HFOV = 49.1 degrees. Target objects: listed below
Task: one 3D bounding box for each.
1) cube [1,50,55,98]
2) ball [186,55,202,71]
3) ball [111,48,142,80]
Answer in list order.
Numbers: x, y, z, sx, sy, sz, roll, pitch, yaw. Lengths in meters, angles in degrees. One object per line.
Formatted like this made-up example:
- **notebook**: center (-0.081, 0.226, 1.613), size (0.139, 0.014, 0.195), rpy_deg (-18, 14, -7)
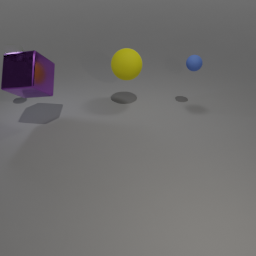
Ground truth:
- **cube**: center (-3.838, -2.029, 10.878), size (1.400, 1.400, 1.400), rpy_deg (-2, -8, 16)
- **ball**: center (2.885, -2.826, 12.207), size (0.700, 0.700, 0.700), rpy_deg (0, 30, 0)
- **ball**: center (-0.060, -2.832, 12.504), size (1.400, 1.400, 1.400), rpy_deg (0, 30, 0)
